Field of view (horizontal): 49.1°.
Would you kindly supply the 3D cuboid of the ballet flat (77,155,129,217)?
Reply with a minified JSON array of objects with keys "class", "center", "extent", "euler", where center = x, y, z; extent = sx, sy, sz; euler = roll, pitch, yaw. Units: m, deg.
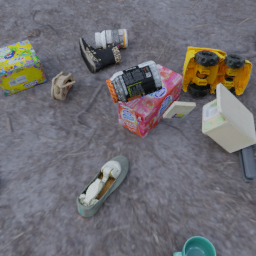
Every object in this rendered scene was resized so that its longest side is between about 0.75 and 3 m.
[{"class":"ballet flat","center":[-0.782,1.806,9.560],"extent":[0.891,0.842,2.643],"euler":[24,56,22]}]

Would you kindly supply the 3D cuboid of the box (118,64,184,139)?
[{"class":"box","center":[0.947,-1.138,11.491],"extent":[1.347,1.407,2.822],"euler":[31,58,22]}]

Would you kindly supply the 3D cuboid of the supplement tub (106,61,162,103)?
[{"class":"supplement tub","center":[0.203,-1.516,9.482],"extent":[1.727,1.058,1.058],"euler":[-19,54,-2]}]

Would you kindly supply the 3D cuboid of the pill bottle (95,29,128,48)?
[{"class":"pill bottle","center":[-0.853,-4.572,14.465],"extent":[1.616,0.941,0.941],"euler":[-5,52,-2]}]

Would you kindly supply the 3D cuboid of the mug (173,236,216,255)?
[{"class":"mug","center":[1.952,3.688,8.215],"extent":[1.098,0.679,0.902],"euler":[22,56,17]}]

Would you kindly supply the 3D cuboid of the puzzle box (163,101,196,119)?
[{"class":"puzzle box","center":[1.824,-0.623,10.108],"extent":[0.790,1.188,0.151],"euler":[2,69,-14]}]

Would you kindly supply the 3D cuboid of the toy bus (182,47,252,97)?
[{"class":"toy bus","center":[3.816,-2.761,12.718],"extent":[2.731,1.853,2.622],"euler":[5,36,1]}]

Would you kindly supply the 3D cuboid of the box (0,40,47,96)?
[{"class":"box","center":[-5.120,-2.799,12.892],"extent":[2.010,1.226,1.936],"euler":[-23,56,-16]}]

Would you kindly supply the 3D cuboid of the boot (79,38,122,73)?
[{"class":"boot","center":[-1.421,-3.783,13.917],"extent":[1.686,0.819,2.239],"euler":[-19,56,-14]}]

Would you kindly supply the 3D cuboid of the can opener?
[{"class":"can opener","center":[4.512,0.899,10.421],"extent":[0.770,0.609,2.316],"euler":[9,53,6]}]

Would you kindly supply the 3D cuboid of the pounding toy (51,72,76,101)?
[{"class":"pounding toy","center":[-2.731,-1.727,12.317],"extent":[1.010,1.007,1.760],"euler":[12,34,9]}]

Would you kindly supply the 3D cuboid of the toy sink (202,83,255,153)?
[{"class":"toy sink","center":[3.486,-0.311,10.189],"extent":[2.143,1.201,1.397],"euler":[35,46,-26]}]
